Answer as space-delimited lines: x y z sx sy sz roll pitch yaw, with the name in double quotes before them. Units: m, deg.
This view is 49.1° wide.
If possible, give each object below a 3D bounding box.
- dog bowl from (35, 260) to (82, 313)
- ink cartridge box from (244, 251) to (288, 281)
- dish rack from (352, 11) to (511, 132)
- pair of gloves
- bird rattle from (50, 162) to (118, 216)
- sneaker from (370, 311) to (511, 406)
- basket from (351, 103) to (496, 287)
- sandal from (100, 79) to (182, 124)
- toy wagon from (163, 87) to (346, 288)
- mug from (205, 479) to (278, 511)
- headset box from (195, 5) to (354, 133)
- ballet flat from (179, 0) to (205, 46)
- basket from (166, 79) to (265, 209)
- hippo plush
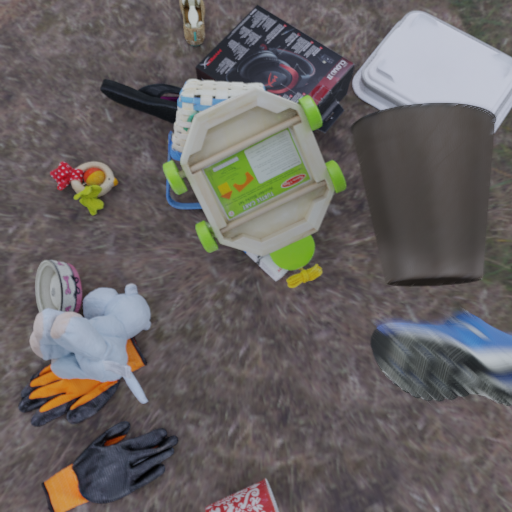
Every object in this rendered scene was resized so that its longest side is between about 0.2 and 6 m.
"dog bowl" -3.631 0.660 10.326 0.448 1.214 1.214 -4 64 -42
"ink cartridge box" 0.292 -0.146 10.853 1.065 0.449 0.777 44 75 3
"dish rack" 4.057 -3.956 12.241 3.241 0.705 2.781 34 74 13
"pair of gloves" -2.818 2.931 9.874 2.409 0.334 2.704 -23 72 -8
"bird rattle" -3.468 -1.507 11.483 1.078 0.745 1.322 -35 60 -24
"sneaker" 2.615 1.299 7.462 2.427 0.953 1.082 14 25 -13
"basket" 2.396 -0.752 7.780 2.029 1.530 2.250 -1 81 -4
"sandal" -1.988 -3.300 11.763 2.701 1.015 0.646 22 86 9
"toy wagon" 0.163 -1.053 9.923 2.753 0.702 3.548 -25 114 3
"mug" -0.185 4.325 9.160 1.101 0.734 0.977 -20 69 -4
"headset box" 0.505 -3.639 11.891 2.877 1.079 2.138 35 74 12
"ballet flat" -1.450 -5.660 12.927 0.594 0.550 1.686 -9 70 -8
"basket" -0.695 -2.032 10.796 2.199 2.494 1.735 0 34 0
"hippo plush" -2.652 1.162 9.714 2.154 1.716 1.732 8 46 23
